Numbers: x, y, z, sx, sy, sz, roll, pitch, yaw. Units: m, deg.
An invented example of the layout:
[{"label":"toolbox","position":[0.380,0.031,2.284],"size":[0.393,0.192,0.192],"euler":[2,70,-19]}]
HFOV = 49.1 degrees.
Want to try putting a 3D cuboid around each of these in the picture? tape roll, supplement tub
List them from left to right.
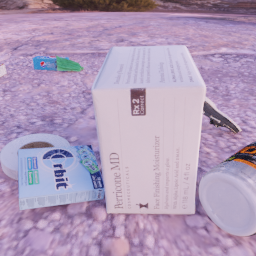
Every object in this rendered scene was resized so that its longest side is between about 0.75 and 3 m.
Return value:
[{"label":"tape roll","position":[-2.319,0.696,7.120],"size":[1.747,0.319,1.747],"euler":[2,30,-1]},{"label":"supplement tub","position":[2.506,1.029,5.481],"size":[2.133,1.307,1.307],"euler":[-22,34,-37]}]

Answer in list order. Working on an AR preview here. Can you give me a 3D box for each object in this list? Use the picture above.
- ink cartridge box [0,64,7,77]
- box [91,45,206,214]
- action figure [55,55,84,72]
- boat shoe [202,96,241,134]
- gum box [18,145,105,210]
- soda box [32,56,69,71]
[{"label":"ink cartridge box","position":[-6.743,-2.705,13.536],"size":[1.113,0.532,1.268],"euler":[2,28,6]},{"label":"box","position":[0.446,-0.100,6.006],"size":[1.804,2.746,2.761],"euler":[-1,30,5]},{"label":"action figure","position":[-2.962,-3.162,14.336],"size":[1.501,0.887,0.410],"euler":[5,-21,-32]},{"label":"boat shoe","position":[2.629,-0.330,8.464],"size":[1.746,0.527,0.660],"euler":[39,8,-3]},{"label":"gum box","position":[-1.487,0.991,6.103],"size":[1.687,0.376,1.434],"euler":[-2,37,-20]},{"label":"soda box","position":[-4.039,-3.415,14.798],"size":[1.840,0.624,0.590],"euler":[5,28,10]}]
